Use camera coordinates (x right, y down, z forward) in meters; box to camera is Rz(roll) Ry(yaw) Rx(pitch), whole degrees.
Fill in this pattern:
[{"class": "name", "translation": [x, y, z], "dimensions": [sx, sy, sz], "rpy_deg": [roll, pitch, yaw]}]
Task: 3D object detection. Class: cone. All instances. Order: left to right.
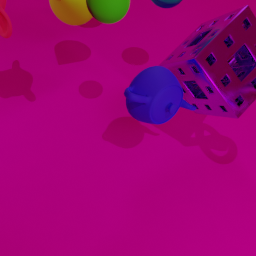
[{"class": "cone", "translation": [-1.492, -3.120, 6.552], "dimensions": [1.343, 1.343, 1.348], "rpy_deg": [8, 21, 7]}]

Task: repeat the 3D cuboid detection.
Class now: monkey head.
[{"class": "monkey head", "translation": [-2.615, -2.518, 4.754], "dimensions": [1.195, 1.426, 1.982], "rpy_deg": [-8, 63, -49]}]

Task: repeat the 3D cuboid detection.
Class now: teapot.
[{"class": "teapot", "translation": [0.553, -0.501, 4.858], "dimensions": [1.669, 1.038, 0.817], "rpy_deg": [2, 29, -44]}]

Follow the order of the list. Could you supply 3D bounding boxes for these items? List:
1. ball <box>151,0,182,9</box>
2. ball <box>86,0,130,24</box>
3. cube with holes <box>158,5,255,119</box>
[{"class": "ball", "translation": [0.902, -3.241, 6.416], "dimensions": [0.926, 0.926, 0.926], "rpy_deg": [0, 51, 0]}, {"class": "ball", "translation": [-0.334, -2.133, 4.678], "dimensions": [0.734, 0.734, 0.734], "rpy_deg": [0, 51, 0]}, {"class": "cube with holes", "translation": [1.737, -1.185, 5.397], "dimensions": [1.358, 1.358, 1.358], "rpy_deg": [-45, 18, -9]}]
